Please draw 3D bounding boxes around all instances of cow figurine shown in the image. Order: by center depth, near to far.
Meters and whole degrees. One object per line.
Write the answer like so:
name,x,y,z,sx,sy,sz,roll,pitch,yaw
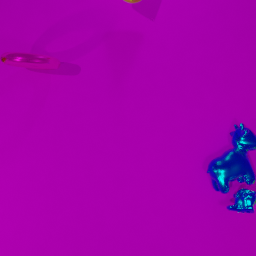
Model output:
cow figurine,2.781,0.768,7.446,1.620,0.889,1.594,-17,88,-7

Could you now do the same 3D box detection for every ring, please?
ring,-2.565,-1.769,7.442,1.509,1.509,0.302,4,97,1

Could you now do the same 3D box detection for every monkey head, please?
monkey head,2.837,1.819,7.031,0.720,1.001,0.603,5,73,-4

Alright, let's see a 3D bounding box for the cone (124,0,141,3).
cone,0.103,-3.479,7.255,0.854,0.854,0.857,3,48,0
